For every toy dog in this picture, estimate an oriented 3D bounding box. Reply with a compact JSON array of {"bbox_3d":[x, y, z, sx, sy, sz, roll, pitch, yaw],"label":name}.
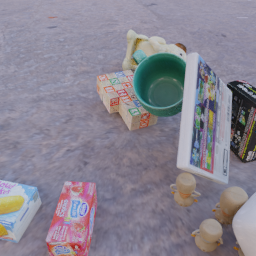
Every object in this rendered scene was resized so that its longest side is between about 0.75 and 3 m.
[{"bbox_3d":[1.486,-3.474,13.977,2.827,1.973,2.741,17,7,23],"label":"toy dog"}]

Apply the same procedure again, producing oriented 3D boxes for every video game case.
[{"bbox_3d":[2.094,-0.111,7.283,0.322,2.554,2.803,-3,71,38],"label":"video game case"}]

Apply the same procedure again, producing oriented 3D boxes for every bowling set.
[{"bbox_3d":[2.178,2.396,6.191,2.983,1.602,2.076,15,57,17],"label":"bowling set"}]

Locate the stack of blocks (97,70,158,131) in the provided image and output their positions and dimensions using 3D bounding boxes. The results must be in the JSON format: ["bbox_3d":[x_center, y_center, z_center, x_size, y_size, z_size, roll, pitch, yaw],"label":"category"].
[{"bbox_3d":[-0.083,-1.114,10.908,1.504,0.765,2.612,-15,50,-20],"label":"stack of blocks"}]

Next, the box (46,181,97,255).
[{"bbox_3d":[-1.260,2.193,6.664,0.827,0.864,1.733,2,35,3],"label":"box"}]

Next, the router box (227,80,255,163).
[{"bbox_3d":[3.687,-0.220,8.911,0.669,2.154,1.614,-11,38,-14],"label":"router box"}]

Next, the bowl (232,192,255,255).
[{"bbox_3d":[3.394,2.219,5.648,2.132,0.796,2.129,-28,88,-29],"label":"bowl"}]

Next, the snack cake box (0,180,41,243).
[{"bbox_3d":[-3.486,1.970,7.097,2.138,0.718,1.229,8,38,10],"label":"snack cake box"}]

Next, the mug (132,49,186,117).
[{"bbox_3d":[1.081,-1.375,8.509,1.720,1.294,2.093,-6,74,13],"label":"mug"}]
